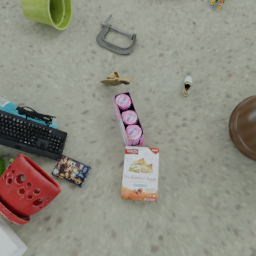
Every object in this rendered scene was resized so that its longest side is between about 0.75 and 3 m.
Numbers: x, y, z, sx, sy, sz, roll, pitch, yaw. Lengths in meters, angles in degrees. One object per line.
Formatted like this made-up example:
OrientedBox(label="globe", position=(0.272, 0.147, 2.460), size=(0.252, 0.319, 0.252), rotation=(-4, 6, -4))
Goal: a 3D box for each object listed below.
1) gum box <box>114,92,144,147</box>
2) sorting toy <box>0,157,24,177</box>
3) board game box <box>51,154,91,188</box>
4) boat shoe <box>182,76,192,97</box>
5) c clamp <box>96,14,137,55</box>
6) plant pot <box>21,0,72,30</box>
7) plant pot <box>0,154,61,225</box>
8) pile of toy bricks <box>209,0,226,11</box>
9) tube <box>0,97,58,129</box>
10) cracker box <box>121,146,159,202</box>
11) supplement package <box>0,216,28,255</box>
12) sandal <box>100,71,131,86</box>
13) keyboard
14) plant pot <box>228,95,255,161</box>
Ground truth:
OrientedBox(label="gum box", position=(0.025, -0.193, 8.950), size=(0.547, 0.939, 1.654), rotation=(-15, 66, -7))
OrientedBox(label="sorting toy", position=(-4.521, 1.116, 8.313), size=(2.891, 0.996, 1.003), rotation=(-3, 65, 0))
OrientedBox(label="board game box", position=(-1.741, 1.323, 8.657), size=(1.017, 0.176, 0.689), rotation=(21, 66, 10))
OrientedBox(label="boat shoe", position=(2.128, -1.522, 9.937), size=(0.323, 0.296, 0.865), rotation=(10, 65, 5))
OrientedBox(label="c clamp", position=(-0.406, -3.655, 10.974), size=(1.841, 0.249, 1.573), rotation=(32, 69, 14))
OrientedBox(label="plant pot", position=(-3.225, -4.687, 10.880), size=(1.479, 1.608, 1.608), rotation=(10, 65, 18))
OrientedBox(label="plant pot", position=(-2.887, 1.713, 7.750), size=(1.557, 1.557, 1.418), rotation=(41, 78, 17))
OrientedBox(label="pile of toy bricks", position=(3.813, -5.626, 11.686), size=(0.721, 0.641, 1.299), rotation=(23, 67, 10))
OrientedBox(label="tube", position=(-3.580, -0.324, 9.251), size=(2.412, 0.608, 0.934), rotation=(28, 67, 9))
OrientedBox(label="cracker box", position=(0.380, 1.366, 8.481), size=(1.055, 0.454, 1.575), rotation=(4, 64, 2))
OrientedBox(label="supplement package", position=(-3.531, 3.031, 7.500), size=(1.386, 0.810, 0.813), rotation=(39, 71, 17))
OrientedBox(label="sandal", position=(-0.384, -1.746, 9.679), size=(1.330, 0.488, 0.437), rotation=(6, 75, 43))
OrientedBox(label="keyboard", position=(-3.063, -0.040, 8.356), size=(2.673, 0.530, 1.391), rotation=(21, 63, -29))
OrientedBox(label="plant pot", position=(4.162, -0.183, 7.804), size=(2.210, 2.188, 2.210), rotation=(-1, 80, 8))
